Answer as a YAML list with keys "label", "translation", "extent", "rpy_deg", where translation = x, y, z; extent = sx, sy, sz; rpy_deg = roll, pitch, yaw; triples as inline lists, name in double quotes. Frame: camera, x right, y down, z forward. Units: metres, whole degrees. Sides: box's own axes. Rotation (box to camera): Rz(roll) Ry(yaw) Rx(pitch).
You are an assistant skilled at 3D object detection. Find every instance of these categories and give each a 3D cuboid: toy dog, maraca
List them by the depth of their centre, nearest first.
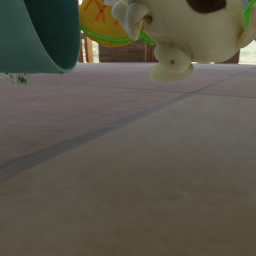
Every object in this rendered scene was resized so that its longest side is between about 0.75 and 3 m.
- label: "toy dog"
  translation: [0.770, -2.444, 5.230]
  extent: [2.043, 2.928, 2.839]
  rpy_deg: [-48, 32, -5]
- label: "maraca"
  translation: [-0.205, -3.274, 8.598]
  extent: [2.842, 1.948, 1.520]
  rpy_deg: [8, -30, -7]

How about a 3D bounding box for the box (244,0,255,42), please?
- label: "box"
  translation: [3.653, -1.889, 5.576]
  extent: [2.054, 1.126, 2.328]
  rpy_deg: [21, 38, -12]

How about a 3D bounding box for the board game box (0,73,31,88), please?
- label: "board game box"
  translation: [-2.706, -1.735, 6.438]
  extent: [0.988, 1.339, 0.430]
  rpy_deg: [29, 35, 25]

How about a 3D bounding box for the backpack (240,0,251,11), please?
- label: "backpack"
  translation: [2.690, -3.525, 7.921]
  extent: [2.567, 1.968, 2.257]
  rpy_deg: [-41, 25, -31]

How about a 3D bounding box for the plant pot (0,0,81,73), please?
- label: "plant pot"
  translation: [-2.243, -2.167, 4.518]
  extent: [2.239, 2.790, 2.790]
  rpy_deg: [-5, 15, 7]

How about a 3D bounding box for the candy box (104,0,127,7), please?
- label: "candy box"
  translation: [0.142, -3.847, 7.214]
  extent: [1.297, 1.546, 0.553]
  rpy_deg: [11, -14, -7]
